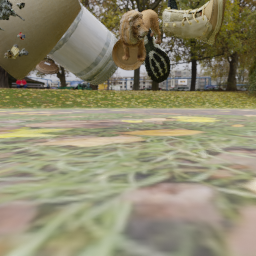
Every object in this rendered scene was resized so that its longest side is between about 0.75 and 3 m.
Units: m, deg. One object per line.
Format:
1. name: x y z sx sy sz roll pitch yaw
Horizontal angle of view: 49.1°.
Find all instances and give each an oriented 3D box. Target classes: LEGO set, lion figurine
1. LEGO set: -2.335 -2.041 5.183 0.984 1.514 0.429 -23 5 29
2. lion figurine: 0.347 -2.533 7.122 0.782 1.321 2.157 11 41 14

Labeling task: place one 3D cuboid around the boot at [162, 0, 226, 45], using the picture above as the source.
1. boot: 1.943 -3.395 8.533 1.811 0.848 2.330 12 -7 10

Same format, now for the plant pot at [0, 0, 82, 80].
1. plant pot: -2.294 -2.626 6.569 2.243 2.101 2.101 -35 6 -1

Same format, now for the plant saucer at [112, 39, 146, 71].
1. plant saucer: 0.027 -2.191 8.225 0.997 0.997 0.176 0 25 -1

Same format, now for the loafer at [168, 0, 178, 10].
1. loafer: 1.788 -4.498 10.786 0.379 1.116 0.392 -30 52 -5

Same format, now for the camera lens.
1. camera lens: -1.796 -3.186 10.649 2.208 2.208 2.760 5 -22 47

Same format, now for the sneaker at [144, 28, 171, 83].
1. sneaker: 0.757 -2.816 10.128 0.972 2.528 1.120 -28 28 7

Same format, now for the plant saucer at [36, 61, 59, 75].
1. plant saucer: -2.874 -2.186 10.048 0.810 0.119 0.810 11 41 -10
